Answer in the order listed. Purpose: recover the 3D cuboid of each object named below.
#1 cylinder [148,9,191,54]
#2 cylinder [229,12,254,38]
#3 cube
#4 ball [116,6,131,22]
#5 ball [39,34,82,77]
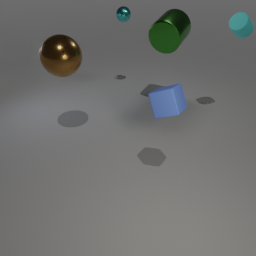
[{"bbox_3d":[1.765,-4.069,11.770,1.400,1.400,1.400,15,46,23],"label":"cylinder"},{"bbox_3d":[4.194,-3.791,10.358,0.700,0.700,0.700,32,11,41],"label":"cylinder"},{"bbox_3d":[1.061,-0.716,7.411,0.700,0.700,0.700,-9,14,32],"label":"cube"},{"bbox_3d":[-0.213,-5.370,13.228,0.700,0.700,0.700,0,31,0],"label":"ball"},{"bbox_3d":[-2.245,-2.418,9.425,1.400,1.400,1.400,0,31,0],"label":"ball"}]
